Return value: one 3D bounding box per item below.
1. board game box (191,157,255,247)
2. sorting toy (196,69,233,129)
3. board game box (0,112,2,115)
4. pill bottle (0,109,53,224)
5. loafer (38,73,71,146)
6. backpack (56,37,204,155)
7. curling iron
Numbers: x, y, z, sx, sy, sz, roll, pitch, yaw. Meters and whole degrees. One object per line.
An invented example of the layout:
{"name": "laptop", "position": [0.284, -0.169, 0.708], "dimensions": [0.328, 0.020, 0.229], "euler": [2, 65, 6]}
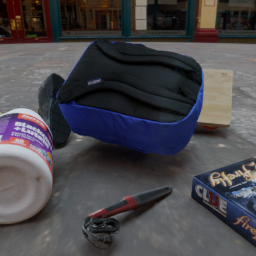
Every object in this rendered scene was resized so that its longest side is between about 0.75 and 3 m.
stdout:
{"name": "board game box", "position": [2.875, 1.170, 5.189], "dimensions": [2.780, 0.481, 1.884], "euler": [-12, 24, -27]}
{"name": "sorting toy", "position": [2.177, -0.893, 9.047], "dimensions": [2.131, 0.742, 2.118], "euler": [7, 59, 14]}
{"name": "board game box", "position": [-3.929, 0.077, 6.434], "dimensions": [0.451, 1.677, 2.794], "euler": [-31, 6, 22]}
{"name": "pill bottle", "position": [-2.204, 0.503, 5.521], "dimensions": [1.422, 1.422, 2.552], "euler": [-5, 23, -13]}
{"name": "loafer", "position": [-2.200, -0.454, 8.179], "dimensions": [0.872, 0.878, 2.411], "euler": [-29, 50, 26]}
{"name": "backpack", "position": [0.315, -0.657, 6.846], "dimensions": [2.965, 2.488, 2.409], "euler": [11, 61, 19]}
{"name": "curling iron", "position": [0.104, 1.382, 4.761], "dimensions": [2.270, 0.290, 0.563], "euler": [-11, 55, -51]}
